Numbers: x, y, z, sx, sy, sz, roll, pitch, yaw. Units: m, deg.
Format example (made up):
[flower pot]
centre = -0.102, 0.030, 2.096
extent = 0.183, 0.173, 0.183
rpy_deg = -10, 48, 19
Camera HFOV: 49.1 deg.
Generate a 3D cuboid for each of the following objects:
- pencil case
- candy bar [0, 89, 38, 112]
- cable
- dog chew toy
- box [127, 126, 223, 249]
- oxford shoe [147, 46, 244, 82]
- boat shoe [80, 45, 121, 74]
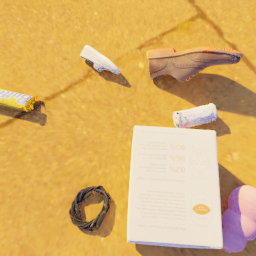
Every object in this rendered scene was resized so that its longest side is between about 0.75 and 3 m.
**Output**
[pencil case]
centre = 1.974, -0.358, 8.327
extent = 1.289, 0.584, 0.536
rpy_deg = -12, 34, -6
[candy bar]
centre = -4.188, -1.050, 8.610
extent = 2.887, 0.320, 0.720
rpy_deg = 14, 47, 3
[cable]
centre = -1.031, 2.124, 7.649
extent = 1.001, 0.312, 1.227
rpy_deg = 20, 74, 12
[dog chew toy]
centre = 2.921, 2.366, 7.175
extent = 1.073, 1.073, 1.724
rpy_deg = 31, 81, 10
[box]
centre = 1.077, 1.517, 7.123
extent = 2.102, 1.468, 2.761
rpy_deg = 4, 68, 1
[oxford shoe]
centre = 1.966, -1.914, 8.491
extent = 2.827, 1.008, 1.031
rpy_deg = 3, 101, 24
[boat shoe]
centre = -0.922, -2.090, 8.993
extent = 1.486, 0.535, 0.509
rpy_deg = 37, 92, 7
